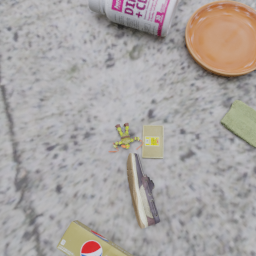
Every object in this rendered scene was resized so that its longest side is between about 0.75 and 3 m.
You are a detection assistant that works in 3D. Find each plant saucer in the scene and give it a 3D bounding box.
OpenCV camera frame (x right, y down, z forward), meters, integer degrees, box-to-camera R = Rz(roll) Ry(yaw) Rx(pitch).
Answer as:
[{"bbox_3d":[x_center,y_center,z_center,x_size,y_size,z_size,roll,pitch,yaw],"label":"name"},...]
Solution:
[{"bbox_3d":[3.345,-3.002,9.530,2.871,0.537,2.871,0,73,0],"label":"plant saucer"}]

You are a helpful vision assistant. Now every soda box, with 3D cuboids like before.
[{"bbox_3d":[-0.601,3.456,7.467,2.476,0.839,0.793,29,76,8],"label":"soda box"}]

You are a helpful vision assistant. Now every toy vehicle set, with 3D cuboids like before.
[{"bbox_3d":[0.775,0.428,8.723,0.653,0.139,1.051,3,74,1],"label":"toy vehicle set"}]

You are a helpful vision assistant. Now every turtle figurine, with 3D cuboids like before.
[{"bbox_3d":[-0.143,0.300,8.620,1.093,0.352,0.881,-15,69,-2],"label":"turtle figurine"}]

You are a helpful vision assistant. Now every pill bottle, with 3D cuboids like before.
[{"bbox_3d":[0.202,-4.194,9.336,2.780,1.576,1.576,19,74,6],"label":"pill bottle"}]

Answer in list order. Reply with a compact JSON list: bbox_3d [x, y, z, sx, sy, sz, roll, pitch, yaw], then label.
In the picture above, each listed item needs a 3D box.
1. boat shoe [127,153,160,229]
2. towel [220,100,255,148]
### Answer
[{"bbox_3d":[0.434,1.739,8.060,0.691,0.767,2.131,-6,71,-13],"label":"boat shoe"},{"bbox_3d":[3.742,-0.131,8.828,1.443,0.263,1.070,36,78,9],"label":"towel"}]
